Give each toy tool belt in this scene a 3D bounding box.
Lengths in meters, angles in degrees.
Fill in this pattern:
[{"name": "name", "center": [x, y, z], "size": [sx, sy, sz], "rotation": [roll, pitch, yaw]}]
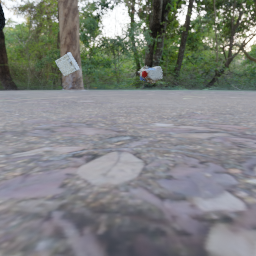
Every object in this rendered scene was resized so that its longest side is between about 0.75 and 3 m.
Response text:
[{"name": "toy tool belt", "center": [0.556, -1.521, 7.986], "size": [0.835, 0.521, 0.513], "rotation": [-10, 12, -38]}]

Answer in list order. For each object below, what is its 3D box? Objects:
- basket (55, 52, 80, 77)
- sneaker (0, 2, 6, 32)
[{"name": "basket", "center": [-1.794, -1.857, 8.321], "size": [0.512, 0.562, 0.830], "rotation": [-31, 14, -4]}, {"name": "sneaker", "center": [-2.635, -2.190, 4.393], "size": [0.696, 0.602, 1.589], "rotation": [29, -15, 44]}]
